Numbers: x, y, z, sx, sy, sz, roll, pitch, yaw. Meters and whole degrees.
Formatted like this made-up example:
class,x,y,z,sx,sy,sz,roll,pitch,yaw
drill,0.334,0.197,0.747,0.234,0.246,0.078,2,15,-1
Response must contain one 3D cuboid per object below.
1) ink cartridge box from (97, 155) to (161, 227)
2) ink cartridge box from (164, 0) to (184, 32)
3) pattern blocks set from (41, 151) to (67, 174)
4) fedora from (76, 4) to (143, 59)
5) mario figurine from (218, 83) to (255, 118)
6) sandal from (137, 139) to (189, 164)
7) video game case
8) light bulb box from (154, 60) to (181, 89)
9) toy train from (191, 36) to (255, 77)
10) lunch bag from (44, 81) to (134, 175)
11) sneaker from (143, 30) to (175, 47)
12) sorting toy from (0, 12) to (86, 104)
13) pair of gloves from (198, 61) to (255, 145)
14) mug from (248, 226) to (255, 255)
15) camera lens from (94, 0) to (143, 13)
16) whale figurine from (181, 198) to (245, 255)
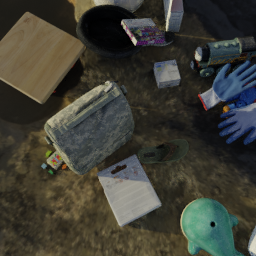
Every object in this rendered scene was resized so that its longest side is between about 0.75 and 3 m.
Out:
class,x,y,z,sx,sy,sz,roll,pitch,yaw
ink cartridge box,0.020,2.186,9.907,1.613,0.502,2.004,-25,69,-8
ink cartridge box,1.865,-5.829,11.457,0.607,2.417,2.785,-2,72,-1
pattern blocks set,-2.651,1.172,10.401,0.953,0.088,1.084,28,74,9
fedora,-0.694,-3.646,11.334,2.710,1.237,2.710,2,71,-6
mario figurine,4.767,-1.140,10.895,2.382,1.263,1.471,-19,109,5
sandal,1.326,0.884,10.216,1.976,0.564,0.785,-13,73,-10
video game case,0.572,-3.636,10.530,1.325,0.237,1.201,-16,63,-30
light bulb box,1.555,-2.160,11.239,0.887,0.558,0.895,-10,71,-3
toy train,3.747,-2.813,10.942,2.512,1.432,1.071,-6,63,-2
lunch bag,-1.247,-0.081,9.529,2.933,2.460,2.043,-36,76,-13
sneaker,1.148,-3.877,11.563,1.750,1.011,0.657,-9,72,-2
sorting toy,-3.610,-2.671,11.166,2.890,1.012,2.907,30,74,9
pair of gloves,4.054,-0.976,10.245,2.406,0.341,2.992,-33,66,18
mug,5.258,3.713,8.746,2.407,2.026,2.745,-39,107,-7
camera lens,-0.413,-6.236,11.352,2.288,2.860,2.288,0,72,0
whale figurine,2.826,3.473,9.020,1.975,1.288,2.482,-30,76,-9
